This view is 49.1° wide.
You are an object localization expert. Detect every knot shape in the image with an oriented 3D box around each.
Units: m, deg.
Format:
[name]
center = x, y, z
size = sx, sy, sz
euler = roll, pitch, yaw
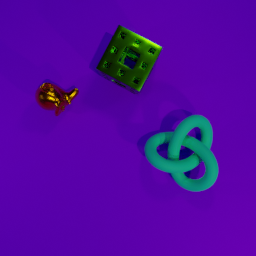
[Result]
[knot shape]
center = 1.598, 0.789, 7.506
size = 2.021, 0.934, 1.892
euler = -25, 82, -4

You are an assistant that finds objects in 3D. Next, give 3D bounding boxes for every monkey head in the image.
[monkey head]
center = -1.973, -0.918, 7.689
size = 1.088, 1.513, 0.912
euler = -45, 97, -12

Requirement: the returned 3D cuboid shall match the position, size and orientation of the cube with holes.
[cube with holes]
center = 0.041, -1.786, 7.717
size = 1.263, 1.263, 1.263
euler = 28, 92, 0
